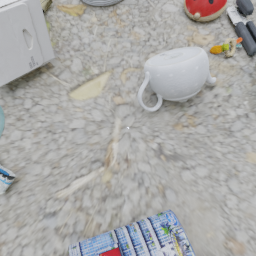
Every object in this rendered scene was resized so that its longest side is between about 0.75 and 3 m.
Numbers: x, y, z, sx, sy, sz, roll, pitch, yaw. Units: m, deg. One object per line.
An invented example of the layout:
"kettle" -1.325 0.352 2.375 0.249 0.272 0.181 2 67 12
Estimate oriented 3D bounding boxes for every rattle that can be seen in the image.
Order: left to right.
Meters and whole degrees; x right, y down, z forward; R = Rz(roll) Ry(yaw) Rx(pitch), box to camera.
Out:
"rattle" 3.004 -2.465 8.506 0.556 0.610 0.855 52 57 -13

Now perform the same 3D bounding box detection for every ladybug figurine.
"ladybug figurine" 2.653 -4.402 9.451 1.429 0.757 2.105 18 58 11

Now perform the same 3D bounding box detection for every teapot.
"teapot" 1.249 -1.221 7.117 1.728 1.262 1.706 -3 29 24

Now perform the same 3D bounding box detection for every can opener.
"can opener" 3.702 -3.250 8.694 0.600 0.752 2.249 -6 56 -3

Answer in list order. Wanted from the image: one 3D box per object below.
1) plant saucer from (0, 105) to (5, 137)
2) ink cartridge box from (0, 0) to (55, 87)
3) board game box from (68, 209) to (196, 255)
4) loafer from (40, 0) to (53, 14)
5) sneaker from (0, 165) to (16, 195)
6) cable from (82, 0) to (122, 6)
"plant saucer" -4.330 -0.069 6.771 2.489 0.479 2.489 0 56 0
"ink cartridge box" -3.544 -2.659 7.407 2.498 1.839 1.807 33 57 30
"board game box" 0.007 2.954 4.415 2.744 0.847 2.746 -16 59 -13
"loafer" -2.905 -4.047 9.470 0.355 0.393 1.038 37 73 20
"sneaker" -2.994 0.999 6.090 1.259 0.472 0.546 30 98 32
"cable" -0.933 -5.152 10.011 1.955 0.677 1.955 26 62 17
